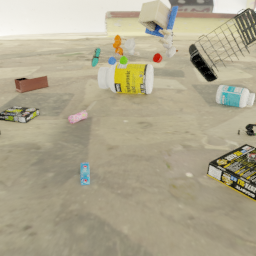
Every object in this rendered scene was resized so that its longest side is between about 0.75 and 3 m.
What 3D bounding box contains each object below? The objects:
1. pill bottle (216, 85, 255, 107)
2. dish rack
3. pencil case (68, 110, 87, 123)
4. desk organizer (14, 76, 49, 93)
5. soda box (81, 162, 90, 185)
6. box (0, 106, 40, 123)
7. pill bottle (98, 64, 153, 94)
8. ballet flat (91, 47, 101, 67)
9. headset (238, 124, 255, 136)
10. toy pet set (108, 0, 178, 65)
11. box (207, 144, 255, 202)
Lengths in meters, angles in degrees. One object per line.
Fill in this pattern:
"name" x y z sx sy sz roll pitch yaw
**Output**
"pill bottle" 5.146 -1.502 13.433 1.640 0.909 0.909 16 29 29
"dish rack" 2.643 -2.165 7.389 1.470 1.916 0.523 28 39 -50
"pencil case" -2.099 -0.477 11.822 0.377 0.377 0.863 18 31 35
"desk organizer" -5.507 -2.572 16.064 0.638 0.685 1.780 22 32 39
"soda box" -1.226 1.295 8.003 0.249 0.263 0.777 -3 24 -7
"box" -4.713 -0.598 12.159 1.335 0.296 1.070 7 25 15
"pill bottle" -0.115 -2.702 15.290 2.865 1.595 1.595 4 24 13
"ballet flat" -1.618 -3.543 14.014 0.368 0.991 0.368 22 13 -5
"headset" 4.535 0.110 10.461 0.805 0.497 0.378 -3 40 32
"toy pet set" 0.918 -3.572 11.303 2.803 2.617 1.488 13 -3 44
"box" 3.522 1.177 8.022 1.958 0.483 1.564 -18 28 -35
